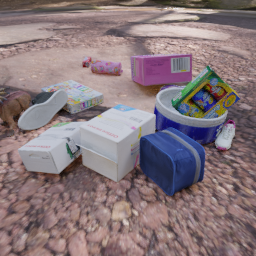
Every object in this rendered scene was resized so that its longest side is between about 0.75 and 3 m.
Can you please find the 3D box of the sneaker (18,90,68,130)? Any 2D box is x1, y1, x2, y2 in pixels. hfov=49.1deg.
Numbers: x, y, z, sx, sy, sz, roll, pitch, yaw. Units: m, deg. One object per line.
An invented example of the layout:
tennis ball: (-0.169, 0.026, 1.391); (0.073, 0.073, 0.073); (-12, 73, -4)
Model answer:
sneaker: (-3.805, -0.743, 11.875); (1.298, 0.925, 2.617); (0, 36, 38)

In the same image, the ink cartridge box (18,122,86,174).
ink cartridge box: (-2.282, 0.580, 9.144); (1.470, 0.849, 2.013); (-1, 27, 32)

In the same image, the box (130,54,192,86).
box: (1.658, -3.151, 14.771); (2.501, 1.375, 2.844); (-7, 16, -10)

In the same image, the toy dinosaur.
toy dinosaur: (-4.613, -0.986, 11.109); (1.210, 1.911, 2.820); (13, 32, 22)

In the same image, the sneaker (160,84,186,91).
sneaker: (2.350, -1.749, 13.796); (1.561, 0.628, 0.690); (2, 37, 2)

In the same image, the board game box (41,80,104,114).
board game box: (-2.723, -1.578, 13.579); (1.801, 0.458, 2.678); (-26, 39, -37)

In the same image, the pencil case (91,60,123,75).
pencil case: (-1.283, -3.654, 16.918); (1.913, 0.836, 0.836); (8, 31, 12)

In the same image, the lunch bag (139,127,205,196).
lunch bag: (1.298, 0.885, 8.391); (1.334, 1.370, 2.016); (-15, 31, -26)

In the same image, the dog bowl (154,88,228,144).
dog bowl: (2.352, -0.541, 10.864); (2.702, 1.064, 2.702); (6, 32, -3)

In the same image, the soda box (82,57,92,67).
soda box: (-2.708, -4.367, 18.527); (0.423, 0.384, 1.210); (1, 29, 2)

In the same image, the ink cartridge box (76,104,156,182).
ink cartridge box: (-0.388, 0.449, 9.013); (1.531, 1.492, 2.382); (20, 36, 31)

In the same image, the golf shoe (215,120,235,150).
golf shoe: (3.567, 0.234, 10.217); (0.576, 0.699, 1.528); (15, 35, 21)

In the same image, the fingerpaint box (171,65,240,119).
fingerpaint box: (2.773, -1.026, 10.145); (1.554, 1.862, 0.683); (40, 24, -16)
